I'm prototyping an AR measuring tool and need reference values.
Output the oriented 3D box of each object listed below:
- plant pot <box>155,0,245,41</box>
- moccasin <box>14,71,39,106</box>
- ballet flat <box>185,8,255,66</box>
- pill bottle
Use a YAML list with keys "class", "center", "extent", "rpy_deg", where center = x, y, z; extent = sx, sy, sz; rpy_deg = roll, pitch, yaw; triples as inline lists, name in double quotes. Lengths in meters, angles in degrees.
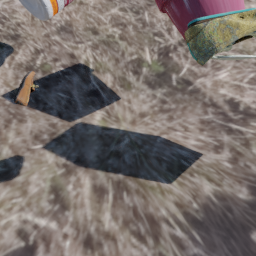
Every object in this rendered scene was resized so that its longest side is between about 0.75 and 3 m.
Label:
- class: "plant pot"
  center: [1.536, -2.426, 5.561]
  extent: [1.729, 1.729, 1.548]
  rpy_deg: [-25, 94, -14]
- class: "moccasin"
  center: [-2.004, -0.798, 5.623]
  extent: [0.318, 0.301, 0.824]
  rpy_deg: [28, 46, -29]
- class: "ballet flat"
  center: [1.671, -1.211, 3.392]
  extent: [1.920, 0.679, 0.679]
  rpy_deg: [-15, 59, 6]
- class: "pill bottle"
  center: [-1.270, -3.399, 5.765]
  extent: [1.299, 1.299, 2.275]
  rpy_deg: [39, 73, 20]
